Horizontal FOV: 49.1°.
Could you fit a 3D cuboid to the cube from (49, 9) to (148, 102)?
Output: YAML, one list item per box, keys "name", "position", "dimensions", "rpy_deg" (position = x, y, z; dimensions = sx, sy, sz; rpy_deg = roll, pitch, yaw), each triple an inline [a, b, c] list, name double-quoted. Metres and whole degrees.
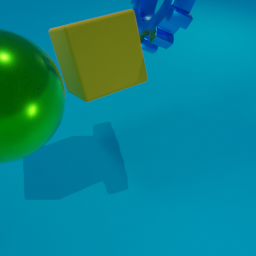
- name: "cube"
  position: [-0.584, -1.396, 5.359]
  dimensions: [1.299, 1.299, 1.299]
  rpy_deg: [-22, 24, -19]

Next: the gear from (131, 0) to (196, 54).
- name: "gear"
  position: [0.654, -2.477, 5.231]
  dimensions: [0.382, 2.067, 2.067]
  rpy_deg: [13, 37, -27]

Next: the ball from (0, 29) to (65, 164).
- name: "ball"
  position: [-1.185, -0.277, 2.548]
  dimensions: [1.200, 1.200, 1.200]
  rpy_deg: [0, 44, 0]
